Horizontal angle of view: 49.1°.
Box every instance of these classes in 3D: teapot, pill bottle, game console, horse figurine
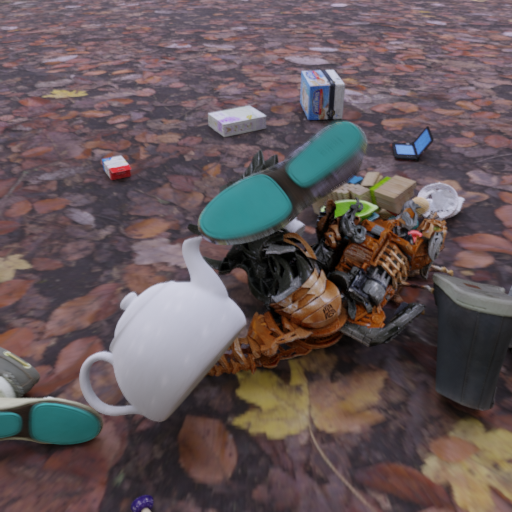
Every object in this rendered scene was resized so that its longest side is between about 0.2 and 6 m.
[{"bbox_3d":[-1.259,1.113,7.589,1.507,2.037,2.063,39,52,6],"label":"teapot"},{"bbox_3d":[0.417,-0.649,10.362,0.939,0.561,0.561,36,46,21],"label":"pill bottle"},{"bbox_3d":[4.433,-3.226,15.961,0.981,0.675,1.138,4,34,6],"label":"game console"},{"bbox_3d":[2.851,0.377,10.684,1.408,0.530,2.125,15,41,35],"label":"horse figurine"}]

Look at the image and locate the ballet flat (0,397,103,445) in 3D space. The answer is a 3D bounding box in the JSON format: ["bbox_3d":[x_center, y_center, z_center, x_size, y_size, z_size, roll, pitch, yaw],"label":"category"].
[{"bbox_3d":[-3.162,2.203,7.753,2.007,0.697,0.697,8,30,-21],"label":"ballet flat"}]

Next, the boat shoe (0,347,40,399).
[{"bbox_3d":[-4.320,1.617,8.694,2.252,0.805,0.673,22,35,26],"label":"boat shoe"}]

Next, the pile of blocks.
[{"bbox_3d":[2.370,-1.308,12.794,2.567,0.798,1.054,6,41,31],"label":"pile of blocks"}]

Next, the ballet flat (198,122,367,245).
[{"bbox_3d":[0.461,-0.933,8.512,2.848,1.024,1.024,-33,40,-4],"label":"ballet flat"}]

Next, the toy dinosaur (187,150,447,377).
[{"bbox_3d":[0.718,0.319,9.305,5.121,2.616,3.476,-21,57,-33],"label":"toy dinosaur"}]

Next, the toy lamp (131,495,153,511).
[{"bbox_3d":[-1.175,3.342,6.542,0.325,0.325,1.118,-17,37,-24],"label":"toy lamp"}]

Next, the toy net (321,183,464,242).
[{"bbox_3d":[3.355,-0.978,12.215,3.852,0.744,2.021,-20,24,-27],"label":"toy net"}]

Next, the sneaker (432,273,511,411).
[{"bbox_3d":[3.309,1.257,9.072,1.188,1.687,3.176,13,6,15],"label":"sneaker"}]

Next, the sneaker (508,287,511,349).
[{"bbox_3d":[4.679,1.246,8.578,0.975,1.501,2.599,-11,35,-16],"label":"sneaker"}]

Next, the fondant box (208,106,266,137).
[{"bbox_3d":[-0.599,-4.270,17.715,1.532,0.446,1.105,-19,38,-24],"label":"fondant box"}]

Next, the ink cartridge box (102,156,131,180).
[{"bbox_3d":[-3.697,-2.314,14.922,0.550,0.318,0.947,-17,37,-23],"label":"ink cartridge box"}]

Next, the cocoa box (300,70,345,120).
[{"bbox_3d":[2.168,-5.386,18.698,1.165,1.184,1.775,-3,34,-4],"label":"cocoa box"}]
